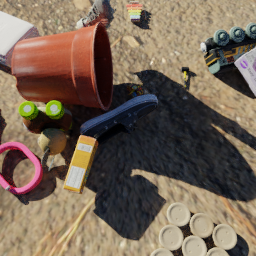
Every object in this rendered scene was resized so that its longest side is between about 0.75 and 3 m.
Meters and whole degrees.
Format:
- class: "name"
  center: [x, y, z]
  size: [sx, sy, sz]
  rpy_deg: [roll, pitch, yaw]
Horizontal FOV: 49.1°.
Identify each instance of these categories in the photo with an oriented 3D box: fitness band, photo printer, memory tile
- class: "fitness band"
  center: [-3.653, 1.269, 9.134]
  size: [1.353, 0.352, 1.883]
  rpy_deg: [-41, 70, -20]
- class: "photo printer"
  center: [-5.305, -3.790, 11.565]
  size: [2.516, 0.874, 2.093]
  rpy_deg: [26, 65, 13]
- class: "memory tile"
  center: [1.744, 3.753, 7.850]
  size: [2.181, 0.239, 2.845]
  rpy_deg: [22, 63, 11]

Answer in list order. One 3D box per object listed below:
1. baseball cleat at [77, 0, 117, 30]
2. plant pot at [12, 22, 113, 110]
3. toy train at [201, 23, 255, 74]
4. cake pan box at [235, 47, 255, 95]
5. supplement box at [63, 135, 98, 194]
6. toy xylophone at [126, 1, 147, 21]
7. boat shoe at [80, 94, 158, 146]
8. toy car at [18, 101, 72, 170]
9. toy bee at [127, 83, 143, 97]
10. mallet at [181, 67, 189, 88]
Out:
- class: "baseball cleat"
  center: [-1.142, -3.804, 9.794]
  size: [1.293, 2.429, 0.847]
  rpy_deg: [-25, 90, -6]
- class: "plant pot"
  center: [-2.169, -2.014, 9.697]
  size: [2.832, 2.912, 2.912]
  rpy_deg: [-1, 61, 9]
- class: "toy train"
  center: [4.199, -3.100, 11.023]
  size: [2.708, 1.154, 1.543]
  rpy_deg: [-16, 90, -13]
- class: "cake pan box"
  center: [5.714, -2.019, 10.296]
  size: [2.611, 0.742, 2.835]
  rpy_deg: [-28, 82, -17]
- class: "supplement box"
  center: [-1.415, 1.117, 8.478]
  size: [0.579, 0.560, 1.684]
  rpy_deg: [16, 73, 6]
- class: "toy xylophone"
  center: [0.405, -5.250, 12.692]
  size: [0.866, 0.297, 1.183]
  rpy_deg: [-9, 62, -5]
- class: "boat shoe"
  center: [-0.174, -0.176, 9.551]
  size: [2.906, 1.016, 0.963]
  rpy_deg: [-23, 66, -10]
- class: "toy car"
  center: [-2.628, 0.341, 9.036]
  size: [1.580, 1.645, 2.003]
  rpy_deg: [-1, 74, -1]
- class: "toy bee"
  center: [0.377, -1.417, 10.481]
  size: [1.004, 0.546, 0.657]
  rpy_deg: [22, 62, 12]
- class: "mallet"
  center: [2.201, -2.001, 11.014]
  size: [0.325, 0.203, 0.986]
  rpy_deg: [11, 66, 5]
